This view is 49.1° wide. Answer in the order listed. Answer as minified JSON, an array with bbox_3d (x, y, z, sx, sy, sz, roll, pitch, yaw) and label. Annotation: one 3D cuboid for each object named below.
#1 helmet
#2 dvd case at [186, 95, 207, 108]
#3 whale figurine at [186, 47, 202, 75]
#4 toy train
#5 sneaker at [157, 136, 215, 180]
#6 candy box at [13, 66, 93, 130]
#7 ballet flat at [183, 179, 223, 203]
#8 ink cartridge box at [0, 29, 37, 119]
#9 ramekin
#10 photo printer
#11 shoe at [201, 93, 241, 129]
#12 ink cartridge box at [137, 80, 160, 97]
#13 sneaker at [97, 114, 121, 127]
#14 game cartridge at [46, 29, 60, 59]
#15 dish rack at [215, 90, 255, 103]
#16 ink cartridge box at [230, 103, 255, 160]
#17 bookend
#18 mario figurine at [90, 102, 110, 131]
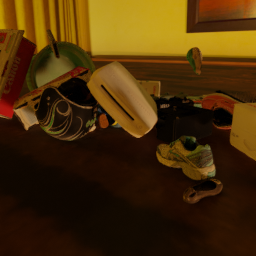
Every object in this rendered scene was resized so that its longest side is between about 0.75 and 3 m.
[{"bbox_3d":[-1.760,-0.471,7.989,1.733,1.652,1.733,23,35,-18],"label":"helmet"},{"bbox_3d":[3.281,-1.223,12.731,1.581,0.238,2.166,1,19,3],"label":"dvd case"},{"bbox_3d":[2.315,-2.336,9.811,0.495,0.955,0.759,-7,-9,32],"label":"whale figurine"},{"bbox_3d":[1.281,-0.851,10.506,2.290,0.976,1.305,-7,9,-20],"label":"toy train"},{"bbox_3d":[1.256,0.500,6.233,0.696,0.774,1.793,-10,14,-27],"label":"sneaker"},{"bbox_3d":[-2.507,-1.140,9.661,2.723,0.831,1.857,-31,23,-10],"label":"candy box"},{"bbox_3d":[1.413,1.116,5.213,1.080,0.250,0.364,-10,18,-38],"label":"ballet flat"},{"bbox_3d":[-4.637,-1.960,10.202,2.627,2.992,1.255,11,-9,31],"label":"ink cartridge box"},{"bbox_3d":[-2.779,-2.053,11.465,2.729,2.729,1.333,-12,13,-33],"label":"ramekin"},{"bbox_3d":[-0.083,-0.902,8.128,0.909,2.179,2.619,-41,9,15],"label":"photo printer"},{"bbox_3d":[3.175,-0.624,9.716,1.140,0.896,2.507,-6,21,-28],"label":"shoe"},{"bbox_3d":[0.579,-1.438,11.931,1.532,1.109,0.643,4,18,14],"label":"ink cartridge box"},{"bbox_3d":[-0.521,-0.391,9.651,0.741,0.623,1.889,11,7,-32],"label":"sneaker"},{"bbox_3d":[-2.485,-2.799,9.291,0.183,0.883,0.588,-19,65,-11],"label":"game cartridge"},{"bbox_3d":[4.784,-0.988,11.029,2.328,0.635,1.786,-5,27,-17],"label":"dish rack"},{"bbox_3d":[4.351,0.089,6.973,2.792,1.199,2.044,-2,18,-11],"label":"ink cartridge box"},{"bbox_3d":[1.366,-0.189,8.503,1.715,0.795,1.726,-14,22,-37],"label":"bookend"},{"bbox_3d":[-0.915,-0.452,9.186,1.132,0.972,1.834,-3,17,-30],"label":"mario figurine"}]
